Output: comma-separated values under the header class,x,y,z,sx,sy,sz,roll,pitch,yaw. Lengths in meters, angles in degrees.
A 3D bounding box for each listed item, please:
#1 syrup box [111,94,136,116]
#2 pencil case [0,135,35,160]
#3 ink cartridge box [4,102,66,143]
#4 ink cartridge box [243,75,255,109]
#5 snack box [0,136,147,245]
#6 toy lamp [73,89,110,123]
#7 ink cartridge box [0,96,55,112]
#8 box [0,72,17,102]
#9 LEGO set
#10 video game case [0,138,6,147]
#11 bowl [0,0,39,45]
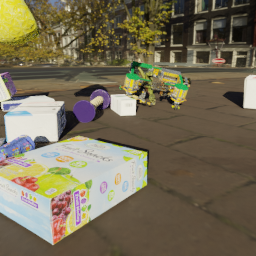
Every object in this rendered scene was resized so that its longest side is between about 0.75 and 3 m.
class,x,y,z,sx,sy,sz,roll,pitch,yaw
syrup box,-0.204,-0.900,10.699,0.578,0.598,1.469,-4,17,-17
pencil case,-2.395,0.471,5.830,0.439,0.489,1.125,19,20,10
ink cartridge box,-2.533,-0.283,8.087,1.300,0.761,2.242,-2,15,-6
ink cartridge box,6.376,-1.422,11.371,2.957,1.233,2.147,8,17,28
snack box,-0.920,0.756,4.406,1.679,0.674,1.991,10,17,35
toy lamp,-1.226,-0.903,10.379,0.844,0.844,2.900,3,17,9
ink cartridge box,-4.140,-1.015,11.447,1.949,0.396,1.953,-7,13,-24
box,-5.520,-1.398,10.905,1.879,0.908,1.653,-20,19,-6
LEGO set,1.024,-1.498,11.882,2.980,1.726,2.291,6,36,-10
video game case,-3.391,0.435,6.721,0.705,0.094,0.987,-4,15,-13
bowl,-3.296,-2.741,6.559,1.185,2.202,2.202,-45,32,-14
